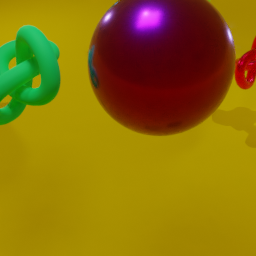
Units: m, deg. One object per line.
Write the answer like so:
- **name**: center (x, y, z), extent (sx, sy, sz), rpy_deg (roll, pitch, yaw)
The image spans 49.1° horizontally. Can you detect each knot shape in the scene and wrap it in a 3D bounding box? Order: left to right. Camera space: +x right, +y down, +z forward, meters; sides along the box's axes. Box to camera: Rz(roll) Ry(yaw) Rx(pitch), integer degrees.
- **knot shape**: center (-1.057, -0.584, 2.903), extent (1.106, 0.546, 1.182), rpy_deg (-9, 59, 47)
- **knot shape**: center (3.028, -1.676, 6.480), extent (0.673, 1.364, 1.457), rpy_deg (37, 48, 5)

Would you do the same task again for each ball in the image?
- **ball**: center (0.257, -0.517, 2.300), extent (1.171, 1.171, 1.171), rpy_deg (0, 45, 0)

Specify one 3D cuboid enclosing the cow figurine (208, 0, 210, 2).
- **cow figurine**: center (1.845, -3.606, 6.364), extent (0.740, 1.327, 1.348), rpy_deg (32, 72, 7)
